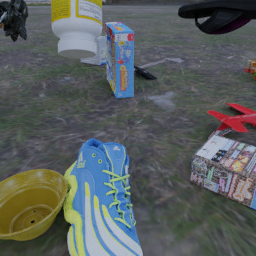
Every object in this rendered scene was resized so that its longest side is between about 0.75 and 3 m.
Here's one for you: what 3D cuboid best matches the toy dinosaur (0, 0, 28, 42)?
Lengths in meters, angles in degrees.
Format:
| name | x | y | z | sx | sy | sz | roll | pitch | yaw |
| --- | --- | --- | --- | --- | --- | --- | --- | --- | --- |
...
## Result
| name | x | y | z | sx | sy | sz | roll | pitch | yaw |
| --- | --- | --- | --- | --- | --- | --- | --- | --- | --- |
| toy dinosaur | -2.679 | -2.045 | 4.861 | 2.977 | 1.520 | 2.020 | -29 | 19 | 18 |

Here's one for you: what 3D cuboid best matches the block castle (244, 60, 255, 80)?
| name | x | y | z | sx | sy | sz | roll | pitch | yaw |
| --- | --- | --- | --- | --- | --- | --- | --- | --- | --- |
| block castle | 5.559 | -2.284 | 11.353 | 0.964 | 0.677 | 1.443 | -14 | 33 | -32 |

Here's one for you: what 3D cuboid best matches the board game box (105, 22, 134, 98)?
| name | x | y | z | sx | sy | sz | roll | pitch | yaw |
| --- | --- | --- | --- | --- | --- | --- | --- | --- | --- |
| board game box | -0.334 | -2.500 | 10.089 | 0.624 | 2.234 | 2.187 | -6 | 28 | -10 |

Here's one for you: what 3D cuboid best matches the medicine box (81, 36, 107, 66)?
| name | x | y | z | sx | sy | sz | roll | pitch | yaw |
| --- | --- | --- | --- | --- | --- | --- | --- | --- | --- |
| medicine box | -1.650 | -3.719 | 13.345 | 1.155 | 1.268 | 0.653 | 15 | 32 | 25 |

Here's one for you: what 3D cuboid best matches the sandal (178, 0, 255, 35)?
| name | x | y | z | sx | sy | sz | roll | pitch | yaw |
| --- | --- | --- | --- | --- | --- | --- | --- | --- | --- |
| sandal | 1.943 | -2.123 | 5.417 | 0.905 | 0.577 | 2.409 | -7 | 19 | -44 |

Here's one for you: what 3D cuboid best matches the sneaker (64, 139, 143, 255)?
| name | x | y | z | sx | sy | sz | roll | pitch | yaw |
| --- | --- | --- | --- | --- | --- | --- | --- | --- | --- |
| sneaker | -0.394 | 1.030 | 4.264 | 0.999 | 1.385 | 2.637 | 7 | 21 | -31 |

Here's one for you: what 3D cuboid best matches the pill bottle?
| name | x | y | z | sx | sy | sz | roll | pitch | yaw |
| --- | --- | --- | --- | --- | --- | --- | --- | --- | --- |
| pill bottle | -1.509 | -3.495 | 8.287 | 1.484 | 2.639 | 1.484 | 0 | 1 | 0 |

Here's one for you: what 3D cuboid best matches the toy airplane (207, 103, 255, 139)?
| name | x | y | z | sx | sy | sz | roll | pitch | yaw |
| --- | --- | --- | --- | --- | --- | --- | --- | --- | --- |
| toy airplane | 3.409 | -0.235 | 7.650 | 2.952 | 0.543 | 2.952 | 0 | 28 | 0 |

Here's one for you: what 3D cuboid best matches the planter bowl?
| name | x | y | z | sx | sy | sz | roll | pitch | yaw |
| --- | --- | --- | --- | --- | --- | --- | --- | --- | --- |
| planter bowl | -1.630 | 1.353 | 4.563 | 1.454 | 0.605 | 1.454 | -8 | 29 | 4 |

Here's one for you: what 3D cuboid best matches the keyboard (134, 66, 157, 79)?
| name | x | y | z | sx | sy | sz | roll | pitch | yaw |
| --- | --- | --- | --- | --- | --- | --- | --- | --- | --- |
| keyboard | 0.615 | -2.309 | 11.935 | 0.746 | 0.284 | 1.433 | 13 | 20 | -28 |

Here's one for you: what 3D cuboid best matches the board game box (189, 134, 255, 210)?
| name | x | y | z | sx | sy | sz | roll | pitch | yaw |
| --- | --- | --- | --- | --- | --- | --- | --- | --- | --- |
| board game box | 2.101 | 0.804 | 5.587 | 1.369 | 0.663 | 1.091 | 20 | 34 | 32 |
